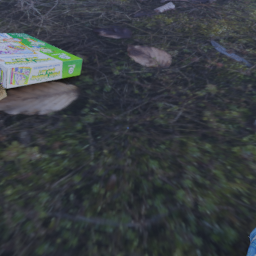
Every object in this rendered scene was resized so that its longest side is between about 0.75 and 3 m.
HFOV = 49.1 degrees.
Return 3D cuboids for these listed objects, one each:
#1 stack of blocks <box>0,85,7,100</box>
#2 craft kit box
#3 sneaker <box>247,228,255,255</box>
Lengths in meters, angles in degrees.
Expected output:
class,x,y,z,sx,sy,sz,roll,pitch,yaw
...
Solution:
class,x,y,z,sx,sy,sz,roll,pitch,yaw
stack of blocks,-5.043,-0.828,7.563,1.635,0.832,2.840,24,44,20
craft kit box,-3.399,-2.203,8.604,2.826,0.694,2.862,30,30,21
sneaker,2.234,2.012,4.564,0.565,0.648,1.441,39,75,2
